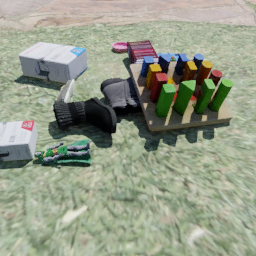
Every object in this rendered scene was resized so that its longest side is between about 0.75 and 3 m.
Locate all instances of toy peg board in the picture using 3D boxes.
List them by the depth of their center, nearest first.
[{"bbox_3d":[1.882,-1.637,9.581,2.977,1.456,2.964,-6,55,-14],"label":"toy peg board"}]

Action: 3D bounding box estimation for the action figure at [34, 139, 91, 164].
[{"bbox_3d":[-1.916,0.719,8.174,1.619,0.443,0.957,-8,42,-4],"label":"action figure"}]

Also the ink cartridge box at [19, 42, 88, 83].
[{"bbox_3d":[-3.221,-2.914,12.312,2.373,1.019,1.738,12,39,16],"label":"ink cartridge box"}]

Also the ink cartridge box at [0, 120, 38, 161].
[{"bbox_3d":[-3.605,0.389,8.367,1.563,0.655,1.128,-4,38,-5],"label":"ink cartridge box"}]

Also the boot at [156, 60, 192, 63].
[{"bbox_3d":[2.339,-2.344,11.966,2.362,0.869,0.891,-3,60,0],"label":"boot"}]

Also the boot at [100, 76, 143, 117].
[{"bbox_3d":[0.415,-1.267,10.494,2.676,0.934,1.762,-20,48,-12],"label":"boot"}]

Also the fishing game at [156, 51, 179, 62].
[{"bbox_3d":[1.864,-3.344,13.434,1.536,0.333,2.145,-32,47,-30],"label":"fishing game"}]

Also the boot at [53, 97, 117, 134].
[{"bbox_3d":[-1.436,-0.304,9.088,1.620,0.815,2.167,-12,28,-26],"label":"boot"}]

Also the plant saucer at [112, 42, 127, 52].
[{"bbox_3d":[-0.346,-4.222,14.637,0.963,0.244,0.963,-1,39,0],"label":"plant saucer"}]

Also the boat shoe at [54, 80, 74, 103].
[{"bbox_3d":[-2.391,-1.379,10.717,0.476,0.569,1.592,6,42,0],"label":"boat shoe"}]

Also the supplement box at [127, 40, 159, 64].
[{"bbox_3d":[0.686,-3.306,13.016,1.152,0.644,2.116,-6,44,-8],"label":"supplement box"}]
